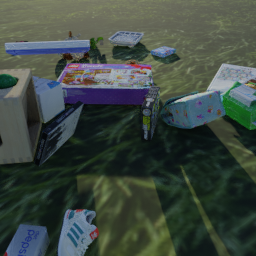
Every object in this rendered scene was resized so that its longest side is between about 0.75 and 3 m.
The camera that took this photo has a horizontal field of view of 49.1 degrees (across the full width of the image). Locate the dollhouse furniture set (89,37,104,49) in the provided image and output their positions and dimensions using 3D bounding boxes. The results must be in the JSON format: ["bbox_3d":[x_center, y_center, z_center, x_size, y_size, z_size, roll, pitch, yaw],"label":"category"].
[{"bbox_3d":[-1.591,-3.949,13.292,0.593,0.454,0.905,-16,7,-33],"label":"dollhouse furniture set"}]

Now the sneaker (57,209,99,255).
[{"bbox_3d":[-0.744,1.723,4.337,0.556,0.418,1.189,-7,30,0],"label":"sneaker"}]

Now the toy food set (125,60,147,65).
[{"bbox_3d":[0.268,-2.227,10.556,1.157,0.284,1.169,19,37,26],"label":"toy food set"}]

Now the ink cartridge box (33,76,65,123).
[{"bbox_3d":[-2.569,-0.842,7.860,1.217,0.889,0.893,16,36,23],"label":"ink cartridge box"}]

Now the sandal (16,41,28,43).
[{"bbox_3d":[-5.166,-4.067,13.410,0.443,0.266,1.180,4,33,7],"label":"sandal"}]

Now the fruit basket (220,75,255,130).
[{"bbox_3d":[3.696,-0.904,7.650,2.042,0.957,1.891,-31,40,-8],"label":"fruit basket"}]

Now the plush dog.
[{"bbox_3d":[-2.236,-3.302,11.747,1.324,1.062,1.137,-16,60,-24],"label":"plush dog"}]

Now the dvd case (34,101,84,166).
[{"bbox_3d":[-1.529,0.098,6.304,0.173,1.053,1.401,31,38,4],"label":"dvd case"}]

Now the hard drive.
[{"bbox_3d":[-2.389,-2.444,8.570,2.298,0.292,1.516,-6,13,-12],"label":"hard drive"}]

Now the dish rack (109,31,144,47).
[{"bbox_3d":[-0.073,-4.346,13.759,1.427,0.362,1.663,11,34,15],"label":"dish rack"}]

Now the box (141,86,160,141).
[{"bbox_3d":[0.579,-0.388,7.103,0.265,0.957,1.195,7,34,12],"label":"box"}]

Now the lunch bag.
[{"bbox_3d":[1.613,-0.480,7.300,1.157,0.828,1.359,-18,8,-21],"label":"lunch bag"}]

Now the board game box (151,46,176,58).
[{"bbox_3d":[1.575,-3.400,12.469,0.702,0.170,0.928,28,42,36],"label":"board game box"}]

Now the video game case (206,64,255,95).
[{"bbox_3d":[4.097,-1.436,9.306,2.414,0.314,2.652,15,36,22],"label":"video game case"}]

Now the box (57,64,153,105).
[{"bbox_3d":[-0.695,-1.465,9.094,2.996,0.586,2.050,1,33,2],"label":"box"}]

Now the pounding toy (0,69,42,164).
[{"bbox_3d":[-2.919,-0.546,6.346,1.447,2.035,1.873,-4,33,-6],"label":"pounding toy"}]

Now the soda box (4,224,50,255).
[{"bbox_3d":[-1.542,2.007,3.911,0.440,0.409,1.289,4,33,6],"label":"soda box"}]
